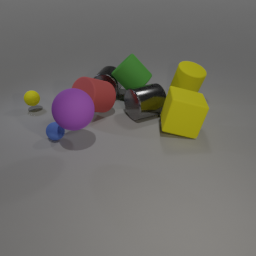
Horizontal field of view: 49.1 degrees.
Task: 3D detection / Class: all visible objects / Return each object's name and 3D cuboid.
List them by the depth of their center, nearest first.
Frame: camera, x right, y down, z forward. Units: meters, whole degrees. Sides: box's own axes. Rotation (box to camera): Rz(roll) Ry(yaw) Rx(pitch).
[{"bbox_3d":[-1.816,-0.613,9.292,1.400,1.400,1.400,0,29,0],"label":"ball"},{"bbox_3d":[-2.750,0.119,10.601,0.700,0.700,0.700,0,29,0],"label":"ball"},{"bbox_3d":[2.160,-0.629,10.998,1.400,1.400,1.400,13,29,-4],"label":"cube"},{"bbox_3d":[-1.470,-1.388,11.935,1.400,1.400,1.400,21,12,33],"label":"cylinder"},{"bbox_3d":[0.754,-1.150,12.230,1.400,1.400,1.400,-15,33,-25],"label":"cylinder"},{"bbox_3d":[-4.331,-1.337,12.633,0.700,0.700,0.700,0,29,0],"label":"ball"},{"bbox_3d":[0.179,-2.541,13.294,1.400,1.400,1.400,-42,14,13],"label":"cylinder"},{"bbox_3d":[2.900,-2.300,13.645,1.400,1.400,1.400,10,42,-9],"label":"cylinder"},{"bbox_3d":[-1.029,-2.288,14.247,1.400,1.400,1.400,5,30,9],"label":"cylinder"}]
